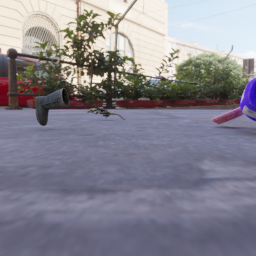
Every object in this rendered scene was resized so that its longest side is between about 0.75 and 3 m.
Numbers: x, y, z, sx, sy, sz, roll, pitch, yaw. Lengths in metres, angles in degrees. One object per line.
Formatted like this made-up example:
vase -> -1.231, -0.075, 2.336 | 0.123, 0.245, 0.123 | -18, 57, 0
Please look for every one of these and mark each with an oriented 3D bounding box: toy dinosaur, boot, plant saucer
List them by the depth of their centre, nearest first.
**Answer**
boot -> -1.980, -0.533, 7.410 | 0.985, 0.895, 0.357 | -6, 10, 21
plant saucer -> 2.937, -0.349, 8.140 | 0.975, 0.247, 0.975 | -22, -3, -1
toy dinosaur -> -1.037, -0.677, 12.304 | 1.801, 0.427, 0.794 | 15, 2, 14

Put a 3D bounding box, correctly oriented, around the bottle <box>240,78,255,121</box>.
bottle -> 3.194, -0.588, 6.613 | 1.002, 0.783, 2.398 | 14, 1, 19
